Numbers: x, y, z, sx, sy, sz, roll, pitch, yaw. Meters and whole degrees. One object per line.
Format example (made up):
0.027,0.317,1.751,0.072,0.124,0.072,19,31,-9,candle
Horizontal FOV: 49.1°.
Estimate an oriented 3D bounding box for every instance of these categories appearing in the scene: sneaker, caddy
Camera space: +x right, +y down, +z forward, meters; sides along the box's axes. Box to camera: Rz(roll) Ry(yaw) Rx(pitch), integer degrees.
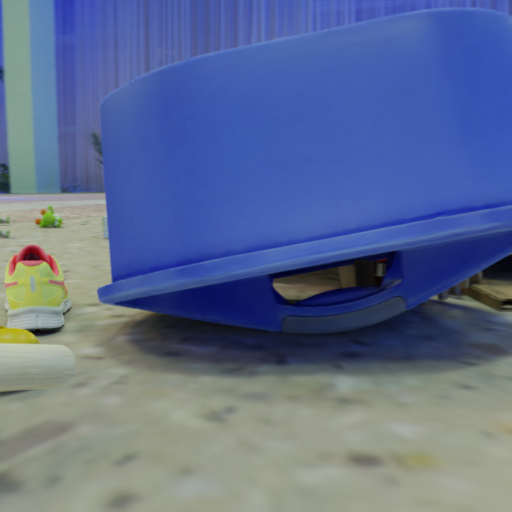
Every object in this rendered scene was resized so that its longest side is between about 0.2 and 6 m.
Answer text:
-2.296,0.255,5.887,0.681,0.787,1.743,-5,8,-24,sneaker
0.625,-0.419,5.264,4.327,2.271,3.059,-10,-4,4,caddy

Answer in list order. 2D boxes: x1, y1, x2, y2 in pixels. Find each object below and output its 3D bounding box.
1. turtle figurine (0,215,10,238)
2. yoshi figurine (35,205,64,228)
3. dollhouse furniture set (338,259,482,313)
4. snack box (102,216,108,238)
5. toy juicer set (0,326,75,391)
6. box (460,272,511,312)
-6.238,-0.743,12.858,1.076,1.110,0.798,0,41,-28,turtle figurine
-5.916,-1.064,15.867,0.635,0.637,1.134,-27,27,-38,yoshi figurine
1.711,0.044,6.782,1.567,0.807,1.551,-13,10,-39,dollhouse furniture set
-2.403,-0.772,13.605,2.218,0.588,1.578,0,8,3,snack box
-2.012,0.748,3.264,1.686,0.721,2.651,14,-9,-43,toy juicer set
3.268,0.415,6.902,1.312,0.171,1.606,0,8,-3,box
